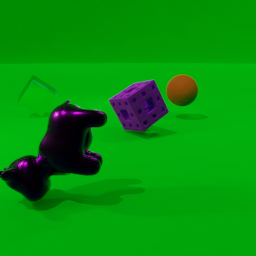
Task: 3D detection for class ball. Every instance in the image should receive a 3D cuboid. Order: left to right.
[{"bbox_3d":[1.927,-1.331,9.988,1.116,1.116,1.116,0,14,0],"label":"ball"}]

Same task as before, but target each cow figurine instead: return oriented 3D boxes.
[{"bbox_3d":[-1.145,0.329,4.259,1.541,1.566,0.860,6,3,-2],"label":"cow figurine"}]

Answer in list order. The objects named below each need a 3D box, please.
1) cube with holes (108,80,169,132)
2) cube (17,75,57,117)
[{"bbox_3d":[0.301,-0.626,7.966,1.030,1.030,1.030,-37,20,-26],"label":"cube with holes"},{"bbox_3d":[-3.381,-1.212,10.469,1.013,1.013,1.013,34,7,-26],"label":"cube"}]
